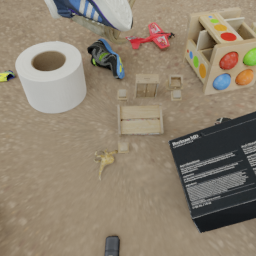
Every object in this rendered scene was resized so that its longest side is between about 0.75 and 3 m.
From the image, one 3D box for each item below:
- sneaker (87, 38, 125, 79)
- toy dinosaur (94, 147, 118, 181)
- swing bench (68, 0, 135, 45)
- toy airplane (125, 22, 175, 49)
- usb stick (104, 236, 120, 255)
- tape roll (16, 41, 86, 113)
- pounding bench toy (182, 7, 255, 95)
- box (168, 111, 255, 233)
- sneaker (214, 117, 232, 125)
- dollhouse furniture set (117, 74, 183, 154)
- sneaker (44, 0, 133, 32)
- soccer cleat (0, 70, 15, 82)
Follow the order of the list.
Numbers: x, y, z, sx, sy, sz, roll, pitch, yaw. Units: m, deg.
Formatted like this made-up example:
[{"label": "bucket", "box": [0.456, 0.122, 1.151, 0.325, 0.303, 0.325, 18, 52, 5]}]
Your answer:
[{"label": "sneaker", "box": [-0.799, -2.352, 9.913, 0.926, 0.792, 2.235, -29, 52, -8]}, {"label": "toy dinosaur", "box": [-0.644, 0.837, 7.408, 0.520, 0.299, 1.028, 23, 53, 17]}, {"label": "swing bench", "box": [-0.935, -3.960, 8.607, 2.167, 2.178, 1.413, 33, 33, 20]}, {"label": "toy airplane", "box": [0.888, -3.535, 11.083, 2.033, 0.374, 2.033, -1, 46, 1]}, {"label": "usb stick", "box": [-0.348, 2.818, 5.782, 0.319, 0.187, 1.149, 2, 50, 1]}, {"label": "tape roll", "box": [-2.342, -1.594, 8.787, 1.958, 1.345, 1.958, 0, 49, 0]}, {"label": "pounding bench toy", "box": [3.680, -2.581, 9.320, 2.932, 1.822, 2.287, -12, 51, -10]}, {"label": "box", "box": [2.595, 0.857, 6.254, 2.875, 1.134, 2.029, -19, 50, 10]}, {"label": "sneaker", "box": [3.222, 0.190, 7.820, 1.693, 0.652, 0.719, 24, 8, 38]}, {"label": "dollhouse furniture set", "box": [0.687, -0.316, 8.362, 1.966, 1.126, 2.305, -1, 73, 0]}, {"label": "sneaker", "box": [-1.058, -2.915, 6.682, 1.566, 2.139, 0.862, -6, 68, 38]}, {"label": "soccer cleat", "box": [-4.335, -1.709, 9.590, 0.898, 0.290, 0.375, -27, 59, -21]}]
